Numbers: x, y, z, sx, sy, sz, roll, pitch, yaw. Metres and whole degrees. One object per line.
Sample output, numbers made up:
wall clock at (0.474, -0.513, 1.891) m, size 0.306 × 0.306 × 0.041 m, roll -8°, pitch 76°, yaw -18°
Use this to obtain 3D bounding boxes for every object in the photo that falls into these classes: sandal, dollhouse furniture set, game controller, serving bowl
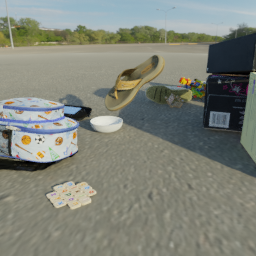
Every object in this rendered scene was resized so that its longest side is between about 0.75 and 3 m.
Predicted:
sandal at (0.095, -1.710, 9.978) m, size 0.730 × 2.704 × 1.086 m, roll 31°, pitch 27°, yaw -47°
dollhouse furniture set at (2.229, -1.373, 13.238) m, size 0.418 × 0.855 × 0.729 m, roll 19°, pitch 65°, yaw 46°
game controller at (-2.611, -0.701, 11.972) m, size 2.066 × 0.435 × 1.078 m, roll 7°, pitch 20°, yaw 21°
serving bowl at (-0.783, -0.096, 10.285) m, size 1.185 × 0.390 × 1.185 m, roll 0°, pitch 20°, yaw 0°

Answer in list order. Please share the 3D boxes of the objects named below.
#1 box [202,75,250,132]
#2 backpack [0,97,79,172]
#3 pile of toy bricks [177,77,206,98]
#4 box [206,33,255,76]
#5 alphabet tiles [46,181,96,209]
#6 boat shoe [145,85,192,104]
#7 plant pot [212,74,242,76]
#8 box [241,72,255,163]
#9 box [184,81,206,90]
box at (4.333, -0.894, 10.221) m, size 2.928 × 1.935 × 1.680 m, roll 6°, pitch 16°, yaw 19°
backpack at (-2.529, 0.096, 7.803) m, size 2.295 × 1.856 × 2.409 m, roll 15°, pitch 19°, yaw 11°
pile of toy bricks at (3.663, -2.016, 15.327) m, size 1.985 × 1.101 × 0.980 m, roll 11°, pitch 44°, yaw -17°
box at (4.374, -2.424, 9.698) m, size 2.113 × 1.180 × 2.993 m, roll -1°, pitch 9°, yaw -12°
alphabet tiles at (-1.252, 1.479, 6.218) m, size 0.965 × 0.072 × 0.986 m, roll -14°, pitch 24°, yaw -34°
boat shoe at (1.973, -1.735, 14.366) m, size 2.538 × 0.949 × 0.868 m, roll 4°, pitch 15°, yaw -20°
plant pot at (5.152, -2.220, 14.231) m, size 2.299 × 2.299 × 2.460 m, roll 10°, pitch 37°, yaw 28°
box at (4.136, -0.154, 7.477) m, size 1.273 × 2.316 × 2.633 m, roll 2°, pitch 19°, yaw 6°
box at (4.289, -2.682, 17.627) m, size 1.502 × 0.483 × 0.526 m, roll 3°, pitch 19°, yaw 10°
